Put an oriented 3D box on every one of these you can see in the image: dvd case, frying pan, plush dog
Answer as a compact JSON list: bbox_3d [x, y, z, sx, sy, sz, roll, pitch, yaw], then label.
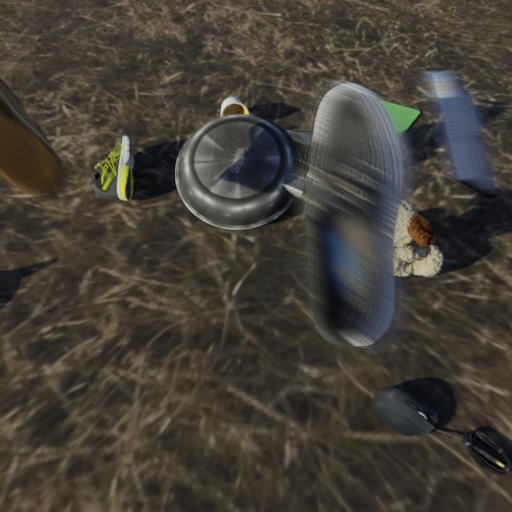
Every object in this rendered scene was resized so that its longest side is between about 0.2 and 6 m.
[{"bbox_3d":[2.595,-1.496,6.944,1.053,0.129,1.476,10,67,-49],"label":"dvd case"},{"bbox_3d":[0.229,-1.155,10.288,4.013,0.653,2.428,43,79,15],"label":"frying pan"},{"bbox_3d":[2.209,-0.349,9.140,1.276,1.366,1.591,-26,50,-25],"label":"plush dog"}]

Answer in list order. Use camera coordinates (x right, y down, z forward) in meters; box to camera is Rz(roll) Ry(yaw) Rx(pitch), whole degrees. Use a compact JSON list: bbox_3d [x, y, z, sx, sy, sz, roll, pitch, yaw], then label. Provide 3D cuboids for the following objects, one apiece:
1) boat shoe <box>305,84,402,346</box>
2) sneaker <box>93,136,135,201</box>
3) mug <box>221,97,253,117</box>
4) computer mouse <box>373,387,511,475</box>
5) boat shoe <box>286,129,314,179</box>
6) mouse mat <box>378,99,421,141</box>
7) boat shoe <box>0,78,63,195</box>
[{"bbox_3d":[0.851,-0.424,5.580,0.947,2.708,0.897,2,1,32],"label":"boat shoe"},{"bbox_3d":[-2.846,-1.786,11.142,0.766,0.674,1.810,-5,44,-5],"label":"sneaker"},{"bbox_3d":[-0.480,-3.264,12.856,0.636,0.795,0.652,-33,34,13],"label":"mug"},{"bbox_3d":[2.382,2.217,7.241,1.846,0.314,0.541,23,48,22],"label":"computer mouse"},{"bbox_3d":[0.951,-2.094,11.372,2.619,0.969,0.869,8,35,3],"label":"boat shoe"},{"bbox_3d":[2.946,-3.184,13.048,1.363,0.064,1.694,23,47,22],"label":"mouse mat"},{"bbox_3d":[-3.666,-1.960,7.433,0.949,2.664,0.859,-36,31,-4],"label":"boat shoe"}]
